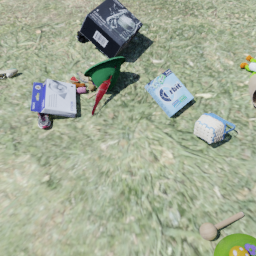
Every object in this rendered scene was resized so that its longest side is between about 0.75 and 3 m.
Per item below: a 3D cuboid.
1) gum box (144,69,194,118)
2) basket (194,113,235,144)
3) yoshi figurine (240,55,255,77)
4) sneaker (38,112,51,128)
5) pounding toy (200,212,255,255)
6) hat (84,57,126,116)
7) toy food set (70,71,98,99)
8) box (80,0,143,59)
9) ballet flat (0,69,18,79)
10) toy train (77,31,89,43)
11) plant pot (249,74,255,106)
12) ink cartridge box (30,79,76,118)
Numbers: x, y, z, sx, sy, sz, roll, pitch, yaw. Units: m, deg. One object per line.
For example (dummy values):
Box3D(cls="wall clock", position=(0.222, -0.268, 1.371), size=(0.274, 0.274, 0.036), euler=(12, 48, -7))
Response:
Box3D(cls="gum box", position=(1.635, -1.397, 11.071), size=(1.322, 0.347, 1.556), euler=(-38, 87, -25))
Box3D(cls="basket", position=(3.033, -0.061, 10.036), size=(1.274, 0.886, 1.124), euler=(-29, 44, -27))
Box3D(cls="yoshi figurine", position=(5.573, -2.532, 12.169), size=(0.796, 0.799, 1.421), euler=(-36, 61, -7))
Box3D(cls="sneaker", position=(-3.252, -0.477, 10.671), size=(0.480, 0.445, 1.191), euler=(-13, 53, -10))
Box3D(cls="pounding toy", position=(3.055, 3.251, 7.330), size=(1.684, 1.012, 2.182), euler=(-16, 54, -13))
Box3D(cls="hat", position=(-0.744, -1.649, 11.549), size=(2.125, 1.760, 1.871), euler=(-22, 87, -2))
Box3D(cls="toy food set", position=(-1.924, -1.881, 11.913), size=(1.000, 0.248, 1.574), euler=(-38, 60, -26))
Box3D(cls="box", position=(-0.753, -4.629, 12.934), size=(2.016, 1.249, 1.982), euler=(41, 58, -7))
Box3D(cls="ballet flat", position=(-5.364, -2.338, 12.260), size=(1.122, 0.390, 0.390), euler=(-7, 52, -4))
Box3D(cls="toy train", position=(-1.158, -4.940, 14.079), size=(2.935, 0.672, 0.501), euler=(-17, 54, -14))
Box3D(cls="plant pot", position=(5.390, -1.634, 11.238), size=(1.226, 1.226, 1.309), euler=(2, 37, 1))
Box3D(cls="ink cartridge box", position=(-2.878, -1.217, 10.968), size=(1.672, 0.339, 1.669), euler=(7, 49, -22))
